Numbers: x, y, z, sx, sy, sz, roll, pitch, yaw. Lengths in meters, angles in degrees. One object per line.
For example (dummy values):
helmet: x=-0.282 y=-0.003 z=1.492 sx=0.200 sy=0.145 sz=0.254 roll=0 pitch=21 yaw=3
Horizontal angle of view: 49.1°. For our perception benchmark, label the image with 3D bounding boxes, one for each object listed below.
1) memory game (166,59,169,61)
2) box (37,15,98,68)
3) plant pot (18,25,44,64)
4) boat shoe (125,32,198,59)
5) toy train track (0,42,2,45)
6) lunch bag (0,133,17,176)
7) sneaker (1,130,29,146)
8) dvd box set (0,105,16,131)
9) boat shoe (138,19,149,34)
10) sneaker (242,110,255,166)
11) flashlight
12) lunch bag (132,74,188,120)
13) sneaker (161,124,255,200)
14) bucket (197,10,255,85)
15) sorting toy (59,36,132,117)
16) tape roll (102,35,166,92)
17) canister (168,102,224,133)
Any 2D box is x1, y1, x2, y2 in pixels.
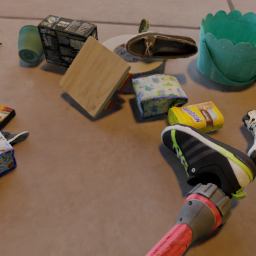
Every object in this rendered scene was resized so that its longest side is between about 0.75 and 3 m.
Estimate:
memory game: x=1.207 y=-3.262 z=11.843 sx=1.652 sy=0.105 sz=1.652 roll=0 pitch=45 yaw=0
box: x=-2.180 y=-3.147 z=10.570 sx=2.004 sy=1.641 sz=0.863 roll=16 pitch=52 yaw=14
plant pot: x=-3.841 y=-3.244 z=11.154 sx=1.200 sy=1.200 sz=1.128 roll=2 pitch=59 yaw=2
boat shoe: x=1.189 y=-2.794 z=9.596 sx=2.521 sy=0.843 sz=0.718 roll=-3 pitch=31 yaw=-10
toy train track: x=-6.330 y=-3.242 z=11.656 sx=1.256 sy=0.356 sz=2.190 roll=31 pitch=53 yaw=27
lunch bag: x=-3.886 y=0.778 z=7.273 sx=1.491 sy=0.923 sz=1.267 roll=-28 pitch=52 yaw=-35
sneaker: x=-3.382 y=0.206 z=8.261 sx=0.782 sy=0.297 sz=0.565 roll=-32 pitch=56 yaw=-26
dvd box set: x=-4.790 y=-0.306 z=8.762 sx=2.018 sy=0.297 sz=1.477 roll=16 pitch=48 yaw=15
boat shoe: x=0.727 y=-4.218 z=11.739 sx=0.375 sy=1.192 sz=0.435 roll=-7 pitch=83 yaw=-10
sneaker: x=3.701 y=0.226 z=8.016 sx=2.302 sy=0.869 sz=1.324 roll=-27 pitch=42 yaw=-34
flashlight: x=0.954 y=2.279 z=5.634 sx=2.908 sy=0.984 sz=0.988 roll=-32 pitch=9 yaw=-33
lunch bag: x=1.020 y=-1.094 z=9.081 sx=1.541 sy=0.982 sz=1.310 roll=-16 pitch=46 yaw=-2
sneaker: x=1.674 y=0.793 z=6.916 sx=1.180 sy=1.022 sz=2.849 roll=-45 pitch=39 yaw=-17
bucket: x=3.904 y=-2.968 z=10.368 sx=2.760 sy=1.796 sz=2.760 roll=0 pitch=45 yaw=0
sorting toy: x=-1.009 y=-1.646 z=9.236 sx=1.956 sy=0.685 sz=1.968 roll=42 pitch=103 yaw=26
tape roll: x=0.125 y=-2.482 z=10.484 sx=2.564 sy=0.847 sz=2.564 roll=0 pitch=48 yaw=0
canister: x=2.059 y=-0.276 z=8.541 sx=1.395 sy=0.604 sz=1.036 roll=-11 pitch=46 yaw=-13
